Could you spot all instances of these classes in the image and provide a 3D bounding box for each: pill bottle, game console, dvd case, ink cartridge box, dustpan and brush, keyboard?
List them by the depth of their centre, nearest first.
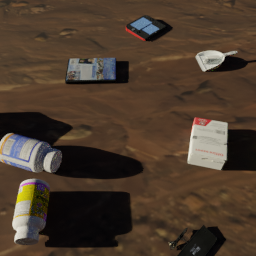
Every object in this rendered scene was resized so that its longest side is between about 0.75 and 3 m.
[{"bbox_3d":[1.594,3.022,7.175,1.362,0.140,0.865,-36,66,-27],"label":"keyboard"},{"bbox_3d":[-2.556,2.207,7.404,0.817,0.817,1.567,-3,51,-2],"label":"pill bottle"},{"bbox_3d":[-2.927,0.798,8.485,1.702,0.954,0.954,14,52,11],"label":"pill bottle"},{"bbox_3d":[2.557,0.487,8.940,1.086,0.630,1.504,11,51,9],"label":"ink cartridge box"},{"bbox_3d":[-1.511,-2.384,11.618,2.060,0.181,1.470,-1,51,-1],"label":"dvd case"},{"bbox_3d":[3.849,-2.997,11.935,1.624,0.465,1.133,-7,51,-6],"label":"dustpan and brush"},{"bbox_3d":[0.852,-4.913,13.667,1.434,0.252,1.621,37,60,27],"label":"game console"}]
